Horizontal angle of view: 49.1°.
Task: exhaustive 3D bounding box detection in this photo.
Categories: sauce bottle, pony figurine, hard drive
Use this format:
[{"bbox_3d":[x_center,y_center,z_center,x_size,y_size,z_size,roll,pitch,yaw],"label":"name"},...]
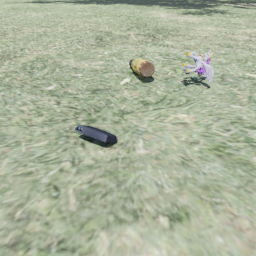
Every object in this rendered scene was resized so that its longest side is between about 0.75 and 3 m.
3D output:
[{"bbox_3d":[0.484,-2.554,11.604,0.664,0.664,2.011,-9,21,-15],"label":"sauce bottle"},{"bbox_3d":[2.660,-2.321,10.420,1.217,1.175,1.014,-7,16,-19],"label":"pony figurine"},{"bbox_3d":[-0.832,0.145,7.436,1.032,0.218,0.696,19,5,27],"label":"hard drive"}]
